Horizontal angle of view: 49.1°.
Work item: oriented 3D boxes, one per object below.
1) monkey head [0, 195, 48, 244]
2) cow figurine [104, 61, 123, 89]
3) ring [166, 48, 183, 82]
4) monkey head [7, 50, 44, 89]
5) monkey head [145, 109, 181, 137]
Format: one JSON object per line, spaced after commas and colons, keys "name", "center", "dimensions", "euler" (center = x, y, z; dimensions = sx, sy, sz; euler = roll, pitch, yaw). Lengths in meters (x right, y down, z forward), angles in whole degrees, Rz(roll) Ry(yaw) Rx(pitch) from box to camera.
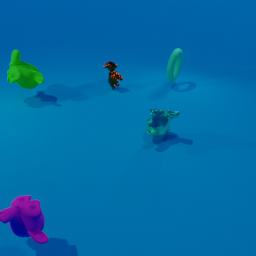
{"name": "monkey head", "center": [-1.756, 1.504, 4.548], "dimensions": [1.049, 0.632, 0.754], "euler": [16, 17, 31]}
{"name": "cow figurine", "center": [-0.646, -2.206, 11.461], "dimensions": [0.531, 0.967, 0.952], "euler": [-33, 81, -30]}
{"name": "ring", "center": [1.947, -2.595, 11.648], "dimensions": [0.280, 1.399, 1.399], "euler": [18, 34, 20]}
{"name": "monkey head", "center": [-3.769, -2.126, 10.297], "dimensions": [1.135, 1.355, 1.883], "euler": [-1, 18, -38]}
{"name": "monkey head", "center": [1.001, -0.128, 7.982], "dimensions": [0.975, 0.817, 1.355], "euler": [4, 6, 28]}
